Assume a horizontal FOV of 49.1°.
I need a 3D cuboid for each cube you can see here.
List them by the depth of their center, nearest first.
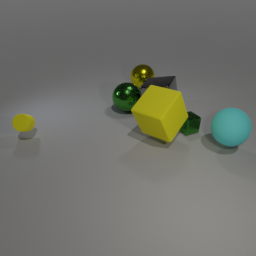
[{"bbox_3d":[1.228,-0.560,10.623,1.400,1.400,1.400,20,63,37],"label":"cube"},{"bbox_3d":[2.547,-0.211,11.786,0.700,0.700,0.700,-13,33,-26],"label":"cube"},{"bbox_3d":[1.504,-1.542,13.230,1.400,1.400,1.400,0,28,23],"label":"cube"}]

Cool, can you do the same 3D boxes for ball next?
[{"bbox_3d":[3.749,-0.036,10.215,1.400,1.400,1.400,0,30,0],"label":"ball"},{"bbox_3d":[-0.057,-1.471,13.346,1.400,1.400,1.400,0,30,0],"label":"ball"},{"bbox_3d":[0.823,-2.885,15.804,1.400,1.400,1.400,0,30,0],"label":"ball"}]

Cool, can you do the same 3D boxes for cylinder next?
[{"bbox_3d":[-4.158,-0.204,11.190,0.700,0.700,0.700,-1,0,-2],"label":"cylinder"}]
